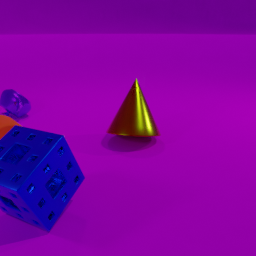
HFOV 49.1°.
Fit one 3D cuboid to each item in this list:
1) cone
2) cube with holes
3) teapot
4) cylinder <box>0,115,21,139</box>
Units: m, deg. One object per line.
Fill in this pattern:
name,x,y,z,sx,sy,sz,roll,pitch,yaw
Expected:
cone,0.169,-0.535,6.913,1.366,1.371,1.366,3,3,0
cube with holes,-1.413,0.697,4.093,0.968,0.968,0.968,10,47,27
teapot,-3.516,-0.694,8.642,1.573,0.978,0.770,16,68,50
cylinder,-2.622,0.252,5.924,0.905,0.905,0.905,-15,24,-35
